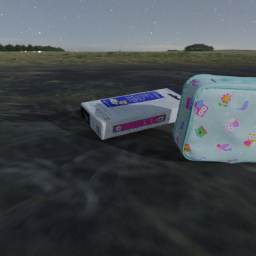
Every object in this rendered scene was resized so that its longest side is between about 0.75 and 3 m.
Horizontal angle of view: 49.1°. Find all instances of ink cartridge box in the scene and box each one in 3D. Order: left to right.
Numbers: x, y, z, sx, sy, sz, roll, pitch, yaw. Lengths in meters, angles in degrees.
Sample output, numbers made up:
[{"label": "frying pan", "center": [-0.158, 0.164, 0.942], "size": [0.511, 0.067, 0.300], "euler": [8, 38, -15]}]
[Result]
[{"label": "ink cartridge box", "center": [0.285, -0.470, 7.335], "size": [2.756, 0.511, 1.305], "euler": [-15, 33, -25]}]

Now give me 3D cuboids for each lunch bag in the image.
[{"label": "lunch bag", "center": [1.856, -0.191, 5.006], "size": [1.927, 1.545, 0.743], "euler": [2, 23, -10]}]
